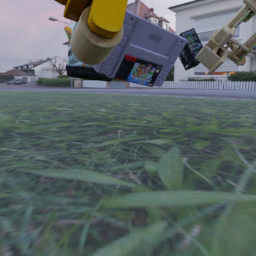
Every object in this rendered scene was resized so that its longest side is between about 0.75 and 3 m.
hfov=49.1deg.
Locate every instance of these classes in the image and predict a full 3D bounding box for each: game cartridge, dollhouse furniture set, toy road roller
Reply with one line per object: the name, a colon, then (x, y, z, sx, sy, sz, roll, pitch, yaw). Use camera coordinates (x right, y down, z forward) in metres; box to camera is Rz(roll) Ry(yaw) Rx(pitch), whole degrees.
game cartridge: (0.371, -1.776, 6.758, 2.303, 1.493, 0.442, 2, 30, -46)
dollhouse furniture set: (3.627, -2.861, 7.974, 2.389, 1.502, 2.701, -52, 3, -42)
toy road roller: (-0.898, -2.516, 5.273, 1.666, 2.282, 1.402, 14, -15, -20)

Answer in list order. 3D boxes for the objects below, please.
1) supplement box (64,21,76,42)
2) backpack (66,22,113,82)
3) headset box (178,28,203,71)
supplement box: (-1.510, -4.358, 11.755, 2.274, 0.757, 0.782, -38, 53, -14)
backpack: (-1.173, -2.624, 9.238, 1.700, 2.037, 1.289, 6, 7, -8)
headset box: (2.321, -3.003, 10.648, 0.586, 1.263, 1.099, -24, -4, -9)
